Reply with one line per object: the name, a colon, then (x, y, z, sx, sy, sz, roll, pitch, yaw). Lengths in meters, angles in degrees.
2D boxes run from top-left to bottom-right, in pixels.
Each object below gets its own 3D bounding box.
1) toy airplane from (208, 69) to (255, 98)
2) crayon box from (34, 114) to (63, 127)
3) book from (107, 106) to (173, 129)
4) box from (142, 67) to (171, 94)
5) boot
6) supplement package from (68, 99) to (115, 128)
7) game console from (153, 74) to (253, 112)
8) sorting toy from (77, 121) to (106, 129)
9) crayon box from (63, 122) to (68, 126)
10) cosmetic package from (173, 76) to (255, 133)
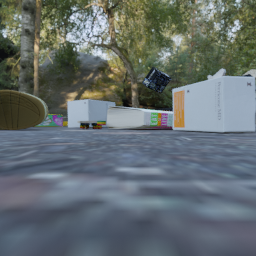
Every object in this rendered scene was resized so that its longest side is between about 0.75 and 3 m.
toy airplane: (4.041, -1.174, 11.629, 1.798, 2.537, 2.548, 29, -4, -18)
crayon box: (-4.273, -0.350, 12.536, 2.065, 0.602, 1.782, -1, 1, -43)
book: (1.023, -0.216, 7.986, 2.724, 0.655, 1.820, 2, 2, -34)
box: (1.274, -2.089, 12.348, 1.044, 0.855, 0.450, 13, 29, -47)
boot: (-2.914, -0.414, 7.486, 2.592, 0.934, 2.005, -1, 0, 17)
supplement package: (-1.308, -0.495, 10.351, 0.978, 0.974, 1.667, 0, 0, 31)
game console: (2.484, -1.145, 9.962, 1.645, 2.486, 2.827, 37, -6, -12)
sorting toy: (-1.082, -0.090, 8.023, 0.686, 0.241, 1.423, 0, 2, -15)
crayon box: (-3.200, -0.217, 15.299, 0.654, 0.262, 1.030, 0, 1, -10)
cosmetic package: (1.553, -0.394, 5.434, 0.662, 0.942, 1.858, -1, 0, -17)
